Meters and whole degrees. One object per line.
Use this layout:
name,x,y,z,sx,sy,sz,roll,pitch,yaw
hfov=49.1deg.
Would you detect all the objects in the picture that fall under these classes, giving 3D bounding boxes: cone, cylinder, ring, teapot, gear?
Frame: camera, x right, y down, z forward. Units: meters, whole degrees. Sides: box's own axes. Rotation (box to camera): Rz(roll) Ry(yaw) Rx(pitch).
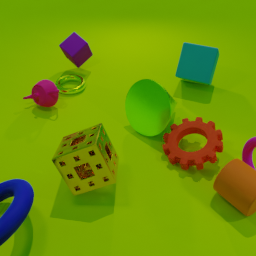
cone,1.053,-0.691,8.519,1.630,1.630,1.637,32,29,33
cylinder,2.547,1.299,6.214,0.919,0.919,0.919,-25,46,-28
ring,3.119,0.793,6.549,0.242,1.209,1.209,-8,40,-16
teapot,-2.777,-1.093,9.096,1.469,0.914,0.719,-6,12,32
ring,-2.114,-1.611,10.279,1.141,0.228,1.141,0,43,0
gear,1.707,0.383,7.436,1.548,0.286,1.548,-12,47,13
ring,-2.700,1.750,5.538,1.859,0.372,1.859,-23,28,13

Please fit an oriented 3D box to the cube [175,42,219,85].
cube,2.499,-2.266,10.018,1.193,1.193,1.193,16,11,17

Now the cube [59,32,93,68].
cube,-2.007,-3.023,10.882,0.817,0.817,0.817,-45,71,-8

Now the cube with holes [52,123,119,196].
cube with holes,-0.916,0.704,6.438,1.040,1.040,1.040,-20,23,11
